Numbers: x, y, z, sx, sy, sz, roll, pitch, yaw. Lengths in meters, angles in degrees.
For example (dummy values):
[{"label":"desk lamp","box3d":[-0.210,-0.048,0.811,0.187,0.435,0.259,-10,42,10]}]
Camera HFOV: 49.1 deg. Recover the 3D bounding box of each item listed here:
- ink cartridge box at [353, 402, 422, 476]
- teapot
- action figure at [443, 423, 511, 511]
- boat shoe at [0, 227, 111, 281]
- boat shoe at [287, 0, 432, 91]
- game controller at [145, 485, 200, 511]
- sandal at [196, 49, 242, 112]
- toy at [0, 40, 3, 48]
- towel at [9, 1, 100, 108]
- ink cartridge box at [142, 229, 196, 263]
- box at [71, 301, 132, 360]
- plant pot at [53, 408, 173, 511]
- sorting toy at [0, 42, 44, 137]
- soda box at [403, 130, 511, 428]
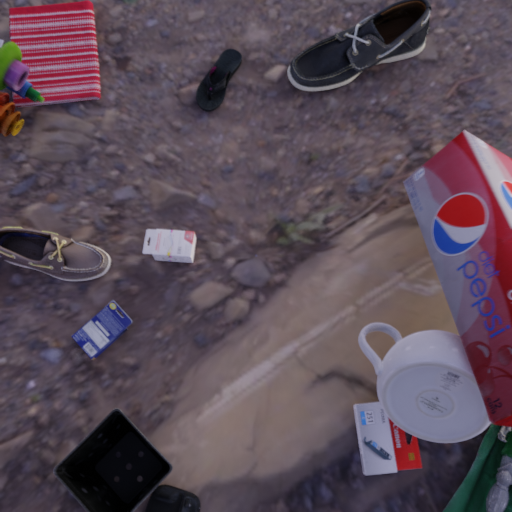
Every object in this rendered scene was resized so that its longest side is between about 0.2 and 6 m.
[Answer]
[{"label":"ink cartridge box","box3d":[2.270,3.095,9.607,1.027,0.261,1.166,-6,71,-1]},{"label":"teapot","box3d":[2.995,1.959,9.360,2.017,1.493,2.044,-20,110,30]},{"label":"action figure","box3d":[4.552,3.160,9.277,2.015,0.933,3.411,21,68,14]},{"label":"boat shoe","box3d":[-3.858,-0.066,10.471,2.204,0.656,0.792,12,72,4]},{"label":"boat shoe","box3d":[2.152,-4.489,11.776,3.257,1.101,1.170,-23,74,-6]},{"label":"game controller","box3d":[-1.520,4.647,9.088,0.877,0.354,1.682,11,70,19]},{"label":"sandal","box3d":[-0.823,-3.802,11.888,0.614,0.391,1.632,21,72,7]},{"label":"toy","box3d":[-6.059,-3.914,11.930,0.964,0.395,1.674,11,73,6]},{"label":"towel","box3d":[-4.375,-4.409,12.160,1.849,0.287,2.557,-8,73,-5]},{"label":"ink cartridge box","box3d":[-1.651,-0.194,10.685,0.931,0.314,0.542,5,69,3]},{"label":"box","box3d":[-2.799,1.354,10.249,0.985,0.160,0.597,-42,77,-12]},{"label":"plant pot","box3d":[-2.158,3.418,9.014,1.326,1.176,1.323,42,77,13]},{"label":"sorting toy","box3d":[-4.813,-3.172,11.115,0.829,2.019,1.213,31,35,-11]},{"label":"soda box","box3d":[3.972,0.275,8.924,1.645,1.490,4.700,18,46,-31]}]
